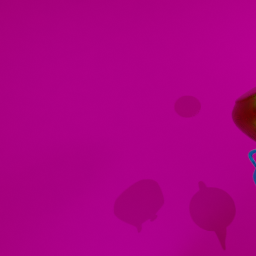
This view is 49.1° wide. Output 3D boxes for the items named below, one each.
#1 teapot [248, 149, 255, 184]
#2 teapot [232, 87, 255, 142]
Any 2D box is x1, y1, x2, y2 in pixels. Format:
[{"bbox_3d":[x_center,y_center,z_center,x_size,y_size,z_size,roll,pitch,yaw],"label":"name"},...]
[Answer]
[{"bbox_3d":[2.957,1.095,5.452,1.068,0.841,1.718,5,44,-38],"label":"teapot"},{"bbox_3d":[2.137,-0.207,3.780,1.223,1.966,0.963,-30,90,-13],"label":"teapot"}]
